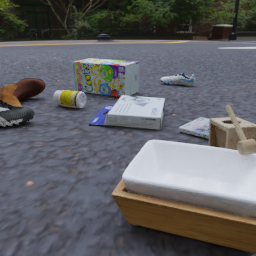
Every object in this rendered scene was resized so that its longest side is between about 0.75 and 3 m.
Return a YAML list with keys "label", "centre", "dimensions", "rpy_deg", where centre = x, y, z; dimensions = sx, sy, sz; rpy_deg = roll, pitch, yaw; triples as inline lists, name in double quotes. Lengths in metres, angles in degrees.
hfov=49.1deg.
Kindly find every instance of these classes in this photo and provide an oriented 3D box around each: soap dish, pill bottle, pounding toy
- label: "soap dish"
  centre: [1.059, 0.941, 4.349]
  dimensions: [2.155, 0.875, 1.695]
  rpy_deg: [8, 22, 18]
- label: "pill bottle"
  centre: [-2.061, -1.034, 9.907]
  dimensions: [1.044, 0.596, 0.596]
  rpy_deg: [9, 23, 21]
- label: "pounding toy"
  centre: [2.055, 0.192, 5.087]
  dimensions: [0.666, 1.279, 1.456]
  rpy_deg: [-4, 13, -5]

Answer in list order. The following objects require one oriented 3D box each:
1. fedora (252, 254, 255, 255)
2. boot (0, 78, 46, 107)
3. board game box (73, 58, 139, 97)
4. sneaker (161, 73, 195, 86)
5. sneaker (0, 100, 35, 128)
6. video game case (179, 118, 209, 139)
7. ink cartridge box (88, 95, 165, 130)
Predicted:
- label: "fedora"
  centre: [1.489, 1.728, 2.410]
  dimensions: [1.759, 0.803, 1.759]
  rpy_deg: [-1, 21, 0]
- label: "boot"
  centre: [-3.910, -1.118, 9.861]
  dimensions: [2.234, 0.812, 2.373]
  rpy_deg: [-8, 23, -21]
- label: "board game box"
  centre: [-0.927, -2.172, 11.877]
  dimensions: [2.512, 1.317, 1.294]
  rpy_deg: [11, 23, 27]
- label: "sneaker"
  centre: [2.383, -2.353, 13.376]
  dimensions: [1.664, 0.603, 0.598]
  rpy_deg: [7, 23, 20]
- label: "sneaker"
  centre: [-3.956, -0.599, 8.117]
  dimensions: [2.358, 1.067, 0.784]
  rpy_deg: [-1, 22, -3]
- label: "video game case"
  centre: [2.237, 0.001, 7.781]
  dimensions: [1.156, 0.150, 1.270]
  rpy_deg: [15, 24, 39]
- label: "ink cartridge box"
  centre: [0.053, -0.573, 8.929]
  dimensions: [2.159, 0.438, 2.155]
  rpy_deg: [3, 21, 9]
